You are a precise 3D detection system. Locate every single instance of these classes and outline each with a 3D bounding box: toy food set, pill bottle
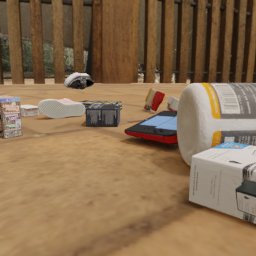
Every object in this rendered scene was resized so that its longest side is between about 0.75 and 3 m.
[{"bbox_3d":[1.638,-1.027,12.926,2.383,1.072,1.138,29,12,32],"label":"toy food set"},{"bbox_3d":[2.522,-0.070,5.530,2.849,1.658,1.658,0,11,-5],"label":"pill bottle"}]

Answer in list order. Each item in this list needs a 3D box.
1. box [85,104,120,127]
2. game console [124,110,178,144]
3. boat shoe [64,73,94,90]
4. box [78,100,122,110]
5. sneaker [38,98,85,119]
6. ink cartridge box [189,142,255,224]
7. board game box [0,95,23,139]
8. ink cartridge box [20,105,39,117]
[{"bbox_3d":[-0.865,-0.468,10.058,1.128,0.645,1.239,0,11,3],"label":"box"},{"bbox_3d":[1.075,-0.112,7.490,1.659,0.291,1.876,12,27,41],"label":"game console"},{"bbox_3d":[-1.513,-1.430,8.950,0.470,0.496,1.418,38,19,7],"label":"boat shoe"},{"bbox_3d":[-1.426,-1.019,13.320,1.960,0.484,1.565,3,13,15],"label":"box"},{"bbox_3d":[-2.886,-0.842,11.664,2.006,0.755,1.049,0,13,-38],"label":"sneaker"},{"bbox_3d":[1.877,0.747,3.760,1.696,0.728,1.242,8,14,42],"label":"ink cartridge box"},{"bbox_3d":[-3.586,-0.350,8.188,0.914,1.146,0.555,10,15,42],"label":"board game box"},{"bbox_3d":[-4.319,-0.739,12.058,0.681,0.401,1.182,-11,16,-43],"label":"ink cartridge box"}]
